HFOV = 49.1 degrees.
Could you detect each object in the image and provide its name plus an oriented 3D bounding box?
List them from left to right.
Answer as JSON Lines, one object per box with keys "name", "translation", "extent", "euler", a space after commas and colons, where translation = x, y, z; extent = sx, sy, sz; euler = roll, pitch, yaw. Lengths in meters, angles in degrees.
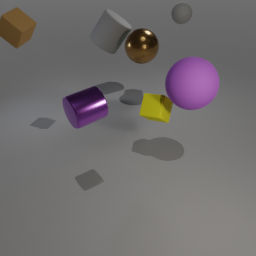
{"name": "cube", "translation": [-3.198, -2.876, 8.056], "extent": [0.700, 0.700, 0.700], "euler": [38, 45, -9]}
{"name": "cylinder", "translation": [-0.875, -0.421, 5.739], "extent": [0.700, 0.700, 0.700], "euler": [-26, 38, -26]}
{"name": "cylinder", "translation": [-0.780, -4.306, 12.565], "extent": [1.400, 1.400, 1.400], "euler": [30, 27, -17]}
{"name": "ball", "translation": [0.566, -3.342, 11.480], "extent": [1.400, 1.400, 1.400], "euler": [0, 29, 0]}
{"name": "cube", "translation": [0.860, -0.601, 8.469], "extent": [0.700, 0.700, 0.700], "euler": [10, -5, 32]}
{"name": "ball", "translation": [1.835, -3.914, 9.554], "extent": [0.700, 0.700, 0.700], "euler": [0, 29, 0]}
{"name": "ball", "translation": [1.692, -1.178, 7.450], "extent": [1.400, 1.400, 1.400], "euler": [0, 29, 0]}
